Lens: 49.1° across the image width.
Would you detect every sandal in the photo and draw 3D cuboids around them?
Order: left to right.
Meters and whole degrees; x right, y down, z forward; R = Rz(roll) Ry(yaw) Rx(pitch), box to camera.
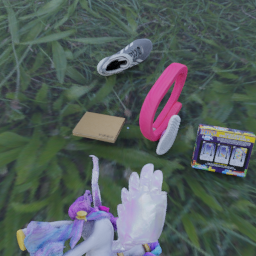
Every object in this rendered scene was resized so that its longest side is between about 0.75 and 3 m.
[{"bbox_3d":[0.924,0.159,6.545,0.245,0.406,0.998,28,91,50],"label":"sandal"}]

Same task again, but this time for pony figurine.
[{"bbox_3d":[-0.405,1.551,4.070,2.116,2.043,1.762,-12,12,-36],"label":"pony figurine"}]

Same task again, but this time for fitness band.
[{"bbox_3d":[0.862,-0.619,6.544,0.370,1.419,1.976,22,63,25],"label":"fitness band"}]

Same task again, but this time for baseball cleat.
[{"bbox_3d":[0.075,-2.096,8.419,2.026,0.706,1.078,-35,23,-15],"label":"baseball cleat"}]

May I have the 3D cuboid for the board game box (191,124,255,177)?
[{"bbox_3d":[2.028,0.479,6.053,1.150,0.950,0.326,10,17,9],"label":"board game box"}]

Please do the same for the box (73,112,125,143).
[{"bbox_3d":[-0.669,-0.041,6.615,1.027,0.109,0.840,10,40,14],"label":"box"}]
